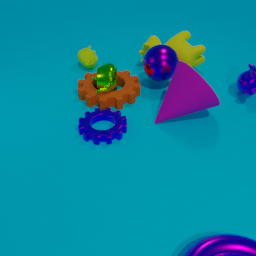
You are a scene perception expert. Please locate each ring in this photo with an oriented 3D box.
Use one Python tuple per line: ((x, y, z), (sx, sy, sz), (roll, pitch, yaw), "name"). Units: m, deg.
((1.593, 2.377, 3.885), (1.901, 0.380, 1.901), (0, 40, 0), "ring")

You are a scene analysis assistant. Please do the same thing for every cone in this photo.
((1.215, -0.615, 7.027), (1.485, 1.479, 1.479), (-43, 47, 5), "cone")

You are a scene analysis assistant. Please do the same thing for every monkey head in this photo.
((3.545, -1.275, 7.790), (0.955, 0.800, 1.328), (23, 26, 9), "monkey head")

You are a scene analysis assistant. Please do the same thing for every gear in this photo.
((-0.619, -0.070, 6.913), (1.194, 0.221, 1.194), (0, 40, 0), "gear")
((-0.547, -1.171, 8.132), (1.788, 0.331, 1.788), (0, 40, 0), "gear")

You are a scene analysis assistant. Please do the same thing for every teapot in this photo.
((-1.290, -2.358, 9.226), (0.553, 0.702, 1.129), (-39, 41, 19), "teapot")
((-0.647, -1.356, 7.908), (0.715, 0.907, 1.459), (0, 40, -1), "teapot")

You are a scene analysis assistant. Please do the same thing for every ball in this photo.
((0.949, -1.866, 8.067), (1.049, 1.049, 1.049), (0, 40, 0), "ball")

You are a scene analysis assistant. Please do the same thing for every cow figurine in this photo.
((1.342, -2.367, 8.940), (1.720, 0.959, 1.748), (-28, 56, -8), "cow figurine")
